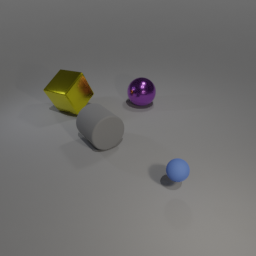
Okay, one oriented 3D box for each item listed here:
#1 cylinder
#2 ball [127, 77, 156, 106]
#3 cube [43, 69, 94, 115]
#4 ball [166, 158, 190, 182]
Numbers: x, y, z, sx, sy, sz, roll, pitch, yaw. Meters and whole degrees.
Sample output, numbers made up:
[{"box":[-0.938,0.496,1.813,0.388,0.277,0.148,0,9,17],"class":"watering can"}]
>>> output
[{"box":[-1.086,-0.075,10.807,1.400,1.400,1.400,-19,35,-29],"class":"cylinder"},{"box":[0.660,-1.759,13.640,1.400,1.400,1.400,0,31,0],"class":"ball"},{"box":[-2.692,-1.661,12.889,1.400,1.400,1.400,14,59,31],"class":"cube"},{"box":[1.484,1.256,8.351,0.700,0.700,0.700,0,31,0],"class":"ball"}]
